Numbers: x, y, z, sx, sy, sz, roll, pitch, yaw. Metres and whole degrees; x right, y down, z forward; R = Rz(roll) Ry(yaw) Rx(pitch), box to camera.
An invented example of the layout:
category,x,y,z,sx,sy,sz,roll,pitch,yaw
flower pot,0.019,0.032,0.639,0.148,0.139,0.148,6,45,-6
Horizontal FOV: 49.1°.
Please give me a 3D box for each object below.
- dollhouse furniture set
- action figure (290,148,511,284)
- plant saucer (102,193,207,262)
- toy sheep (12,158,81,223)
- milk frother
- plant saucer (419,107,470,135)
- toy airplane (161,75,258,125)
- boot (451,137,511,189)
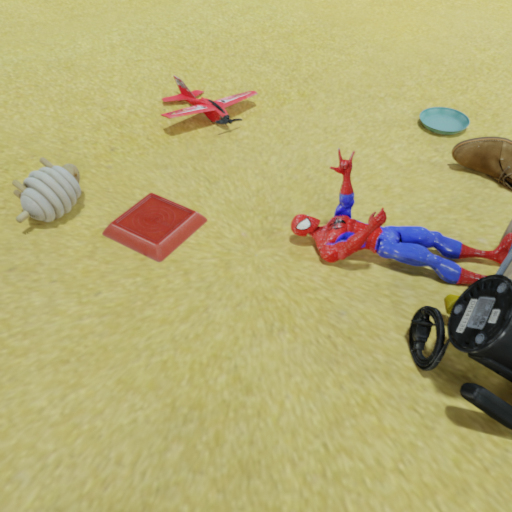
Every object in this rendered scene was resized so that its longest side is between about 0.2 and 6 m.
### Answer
category,x,y,z,sx,sy,sz,roll,pitch,yaw
dollhouse furniture set,3.699,-0.176,7.854,2.237,2.112,1.460,-9,42,-26
action figure,2.217,-0.533,8.638,3.442,1.704,1.123,8,44,13
plant saucer,-1.750,-0.582,9.676,1.334,0.245,1.337,24,47,24
toy sheep,-3.628,-1.084,9.728,0.996,0.996,1.445,26,62,25
milk frother,3.081,1.180,7.174,1.654,1.587,1.758,31,7,-16
plant saucer,4.093,-2.917,12.233,1.067,0.192,1.067,0,43,0
toy airplane,-1.264,-3.430,12.591,2.418,0.445,2.418,2,40,-2
boot,4.721,-1.666,10.552,2.065,0.760,0.779,16,56,13
